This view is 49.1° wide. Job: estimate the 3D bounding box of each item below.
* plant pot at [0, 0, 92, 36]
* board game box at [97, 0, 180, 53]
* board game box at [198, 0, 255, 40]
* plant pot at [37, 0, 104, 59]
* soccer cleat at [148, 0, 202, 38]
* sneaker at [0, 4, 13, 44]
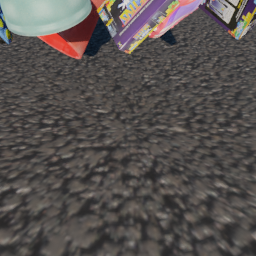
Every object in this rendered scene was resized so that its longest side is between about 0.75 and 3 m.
[{"bbox_3d":[-1.307,-2.121,4.139,1.363,0.913,1.363,-5,48,6],"label":"plant pot"},{"bbox_3d":[0.146,-2.433,5.639,0.402,1.417,1.171,3,54,-53],"label":"board game box"},{"bbox_3d":[2.020,-2.782,5.328,0.497,1.753,1.449,-37,74,-12],"label":"board game box"},{"bbox_3d":[-1.767,-3.517,7.649,2.512,2.512,2.222,29,86,34],"label":"plant pot"},{"bbox_3d":[1.034,-2.479,5.955,0.734,1.919,0.640,2,74,-23],"label":"soccer cleat"},{"bbox_3d":[-3.508,-2.489,5.887,1.187,1.015,2.864,-8,-1,15],"label":"sneaker"}]
